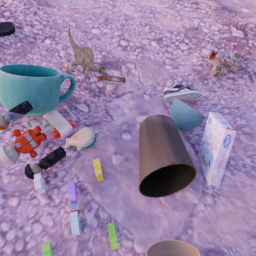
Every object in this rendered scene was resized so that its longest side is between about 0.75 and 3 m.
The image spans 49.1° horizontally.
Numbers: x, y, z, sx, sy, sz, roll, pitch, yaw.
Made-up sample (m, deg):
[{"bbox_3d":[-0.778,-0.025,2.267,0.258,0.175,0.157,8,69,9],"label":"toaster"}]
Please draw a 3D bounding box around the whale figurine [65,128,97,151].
[{"bbox_3d":[-1.736,0.490,10.460,1.239,0.643,0.986,-19,49,16],"label":"whale figurine"}]

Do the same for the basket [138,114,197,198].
[{"bbox_3d":[1.126,0.831,9.524,1.603,2.126,2.358,21,41,-26],"label":"basket"}]

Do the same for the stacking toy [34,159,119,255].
[{"bbox_3d":[-1.706,2.558,8.949,2.249,0.701,2.983,-12,58,-8],"label":"stacking toy"}]

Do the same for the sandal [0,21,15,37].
[{"bbox_3d":[-7.170,-4.886,13.888,2.907,0.696,1.092,-21,59,-13],"label":"sandal"}]

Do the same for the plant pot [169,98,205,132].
[{"bbox_3d":[2.105,-0.380,10.659,1.377,1.377,0.927,35,96,21],"label":"plant pot"}]

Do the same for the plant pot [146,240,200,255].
[{"bbox_3d":[1.260,3.929,7.754,1.462,1.462,0.981,-4,98,-2],"label":"plant pot"}]

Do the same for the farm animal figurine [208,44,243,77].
[{"bbox_3d":[4.370,-3.001,12.672,1.564,0.786,1.263,-16,77,-14],"label":"farm animal figurine"}]

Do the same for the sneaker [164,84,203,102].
[{"bbox_3d":[2.283,-1.524,11.696,1.587,0.622,0.630,-3,62,0],"label":"sneaker"}]

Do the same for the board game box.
[{"bbox_3d":[2.811,0.612,9.109,0.378,1.835,1.839,9,21,-2],"label":"board game box"}]

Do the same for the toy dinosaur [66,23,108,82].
[{"bbox_3d":[-1.883,-2.693,10.921,0.757,2.600,1.315,17,69,45],"label":"toy dinosaur"}]

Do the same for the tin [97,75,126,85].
[{"bbox_3d":[-0.672,-1.990,11.663,1.240,0.694,0.260,1,84,-30],"label":"tin"}]

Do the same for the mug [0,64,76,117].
[{"bbox_3d":[-3.517,-1.371,10.759,2.676,1.654,2.198,9,22,-2],"label":"mug"}]

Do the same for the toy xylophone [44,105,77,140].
[{"bbox_3d":[-2.629,-0.268,11.013,1.081,0.371,1.476,-29,61,-18],"label":"toy xylophone"}]

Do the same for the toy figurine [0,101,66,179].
[{"bbox_3d":[-3.404,0.429,9.517,1.538,2.210,2.176,-35,58,-3],"label":"toy figurine"}]
